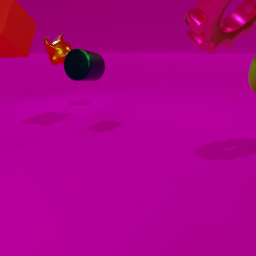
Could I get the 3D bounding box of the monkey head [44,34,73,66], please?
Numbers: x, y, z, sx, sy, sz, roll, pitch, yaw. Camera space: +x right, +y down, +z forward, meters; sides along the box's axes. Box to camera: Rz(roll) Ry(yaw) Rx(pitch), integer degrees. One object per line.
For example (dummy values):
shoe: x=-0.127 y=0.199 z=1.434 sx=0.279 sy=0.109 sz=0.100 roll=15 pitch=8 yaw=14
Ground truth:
monkey head: x=-2.541 y=-2.910 z=10.350 sx=0.958 sy=1.590 sz=1.144 roll=-18 pitch=-25 yaw=-6

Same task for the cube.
cube: x=-3.353 y=-2.668 z=7.576 sx=1.115 sy=1.115 sz=1.115 roll=3 pitch=-17 yaw=17

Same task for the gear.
gear: x=1.801 y=-2.083 z=4.557 sx=1.886 sy=1.886 sz=0.349 roll=-14 pitch=59 yaw=-39

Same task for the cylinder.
cylinder: x=-1.122 y=-1.619 z=7.291 sx=0.796 sy=0.796 sz=0.796 roll=7 pitch=11 yaw=24

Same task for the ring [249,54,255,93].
ring: x=3.035 y=-1.323 z=5.584 sx=1.499 sy=1.499 sz=0.300 roll=-9 pitch=37 yaw=-28
